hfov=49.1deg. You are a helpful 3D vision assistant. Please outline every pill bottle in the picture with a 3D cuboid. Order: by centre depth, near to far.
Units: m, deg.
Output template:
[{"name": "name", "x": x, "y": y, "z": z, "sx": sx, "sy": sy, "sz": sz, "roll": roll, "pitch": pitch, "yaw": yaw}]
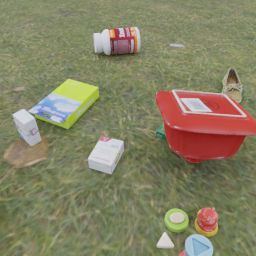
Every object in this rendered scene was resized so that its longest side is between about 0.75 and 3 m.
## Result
[{"name": "pill bottle", "x": -0.591, "y": -4.530, "z": 14.677, "sx": 2.302, "sy": 1.301, "sz": 1.301, "roll": -8, "pitch": 42, "yaw": -8}]

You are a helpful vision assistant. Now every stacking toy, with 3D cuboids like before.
[{"name": "stacking toy", "x": 1.542, "y": 2.573, "z": 7.072, "sx": 1.399, "sy": 0.653, "sz": 1.546, "roll": 15, "pitch": 43, "yaw": 16}]

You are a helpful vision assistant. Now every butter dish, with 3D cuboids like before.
[{"name": "butter dish", "x": 2.222, "y": 0.140, "z": 8.751, "sx": 2.818, "sy": 2.089, "sz": 2.826, "roll": 5, "pitch": 27, "yaw": -6}]

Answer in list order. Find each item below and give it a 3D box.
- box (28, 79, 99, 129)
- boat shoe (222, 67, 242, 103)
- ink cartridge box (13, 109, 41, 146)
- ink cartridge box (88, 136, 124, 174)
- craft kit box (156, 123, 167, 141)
[{"name": "box", "x": -2.460, "y": -0.956, "z": 11.114, "sx": 1.578, "sy": 0.617, "sz": 2.589, "roll": 18, "pitch": 44, "yaw": 19}, {"name": "boat shoe", "x": 4.468, "y": -1.836, "z": 12.083, "sx": 0.780, "sy": 0.667, "sz": 2.128, "roll": 4, "pitch": 41, "yaw": 5}, {"name": "ink cartridge box", "x": -3.492, "y": -0.014, "z": 9.710, "sx": 0.765, "sy": 1.058, "sz": 0.448, "roll": 32, "pitch": 50, "yaw": 31}, {"name": "ink cartridge box", "x": -0.705, "y": 0.870, "z": 9.147, "sx": 0.819, "sy": 0.470, "sz": 1.128, "roll": 13, "pitch": 43, "yaw": 15}, {"name": "craft kit box", "x": 1.824, "y": 0.096, "z": 10.199, "sx": 1.216, "sy": 0.295, "sz": 1.201, "roll": 23, "pitch": 44, "yaw": 24}]
